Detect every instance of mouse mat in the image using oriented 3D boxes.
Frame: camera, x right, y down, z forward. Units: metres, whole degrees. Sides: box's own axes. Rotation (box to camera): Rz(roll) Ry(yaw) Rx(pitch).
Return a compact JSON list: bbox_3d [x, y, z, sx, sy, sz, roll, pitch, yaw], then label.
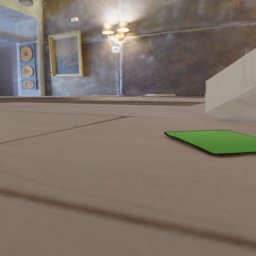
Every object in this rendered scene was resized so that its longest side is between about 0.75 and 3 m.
[{"bbox_3d":[1.869,0.241,5.529,1.729,0.081,2.149,-1,8,-15],"label":"mouse mat"}]

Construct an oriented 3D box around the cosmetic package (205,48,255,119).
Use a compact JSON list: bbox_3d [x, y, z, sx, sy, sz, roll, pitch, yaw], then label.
[{"bbox_3d":[3.552,-1.303,8.988,0.954,1.327,2.352,14,-20,-18],"label":"cosmetic package"}]
